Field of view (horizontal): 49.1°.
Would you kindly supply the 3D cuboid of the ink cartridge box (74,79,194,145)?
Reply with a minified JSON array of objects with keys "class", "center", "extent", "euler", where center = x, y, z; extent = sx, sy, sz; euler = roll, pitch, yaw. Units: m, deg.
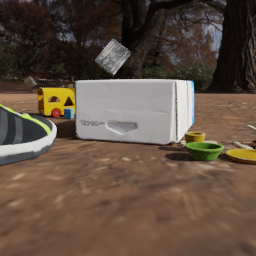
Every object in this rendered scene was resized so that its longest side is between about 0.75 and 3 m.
[{"class":"ink cartridge box","center":[0.347,-0.502,6.400],"extent":[2.053,1.186,2.812],"euler":[2,8,18]}]

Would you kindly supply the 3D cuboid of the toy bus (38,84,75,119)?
[{"class":"toy bus","center":[-2.177,-1.007,10.135],"extent":[2.055,1.125,2.178],"euler":[2,9,14]}]

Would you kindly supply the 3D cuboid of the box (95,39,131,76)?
[{"class":"box","center":[-0.504,-2.348,9.312],"extent":[0.779,0.983,0.238],"euler":[37,-6,11]}]

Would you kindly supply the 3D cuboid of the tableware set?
[{"class":"tableware set","center":[1.977,0.221,4.422],"extent":[2.270,0.348,1.529],"euler":[1,9,3]}]

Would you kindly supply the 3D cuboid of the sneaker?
[{"class":"sneaker","center":[-1.959,-0.133,3.766],"extent":[1.058,1.222,2.951],"euler":[3,9,18]}]
